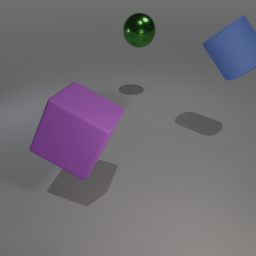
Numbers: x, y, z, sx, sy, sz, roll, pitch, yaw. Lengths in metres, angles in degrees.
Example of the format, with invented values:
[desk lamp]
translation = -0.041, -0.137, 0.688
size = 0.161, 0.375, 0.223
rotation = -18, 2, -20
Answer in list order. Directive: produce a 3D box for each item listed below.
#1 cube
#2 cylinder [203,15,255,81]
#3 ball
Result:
[cube]
translation = -1.111, 0.014, 6.382
size = 1.400, 1.400, 1.400
rotation = 29, 27, -1
[cylinder]
translation = 3.239, -2.400, 8.504
size = 1.400, 1.400, 1.400
rotation = -35, 7, 5
[ball]
translation = 0.484, -4.156, 11.946
size = 1.400, 1.400, 1.400
rotation = 0, 29, 0
